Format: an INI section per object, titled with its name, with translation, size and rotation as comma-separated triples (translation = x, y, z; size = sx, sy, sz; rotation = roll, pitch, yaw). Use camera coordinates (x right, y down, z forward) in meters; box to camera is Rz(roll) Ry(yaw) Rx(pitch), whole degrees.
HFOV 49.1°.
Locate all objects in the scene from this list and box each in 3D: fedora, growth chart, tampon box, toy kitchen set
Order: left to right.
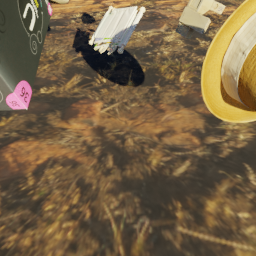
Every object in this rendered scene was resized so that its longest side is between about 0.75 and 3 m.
[tampon box]
translation = -2.845, -2.044, 5.246
size = 1.808, 2.146, 2.864
rotation = -2, 61, 7
[growth chart]
translation = -0.450, -3.027, 8.581
size = 0.211, 1.725, 2.384
rotation = 32, 1, -37
[toy kitchen set]
translation = 1.971, -2.708, 7.134
size = 0.934, 1.035, 0.845
rotation = -2, 39, -40
[fedora]
translation = 2.079, -0.735, 3.663
size = 2.292, 2.292, 0.935
rotation = -10, 44, -15

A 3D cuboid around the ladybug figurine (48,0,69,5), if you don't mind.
[ladybug figurine]
translation = -2.395, -3.758, 7.073
size = 1.490, 0.790, 2.195
rotation = 22, 18, 25
